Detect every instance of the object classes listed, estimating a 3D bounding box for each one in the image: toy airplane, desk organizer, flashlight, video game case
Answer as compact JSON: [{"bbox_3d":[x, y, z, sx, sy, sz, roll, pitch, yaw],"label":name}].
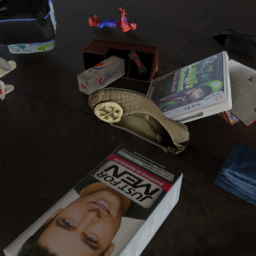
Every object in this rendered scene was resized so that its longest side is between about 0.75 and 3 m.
[{"bbox_3d":[-4.277,-1.540,8.267,1.738,1.232,1.745,-8,39,-11],"label":"toy airplane"},{"bbox_3d":[-0.251,-2.304,9.526,2.454,0.880,0.945,12,42,15],"label":"desk organizer"},{"bbox_3d":[0.297,-2.067,8.914,0.274,0.273,0.807,0,58,-51],"label":"flashlight"},{"bbox_3d":[1.470,-0.967,7.369,2.343,0.301,2.577,-17,31,29],"label":"video game case"}]

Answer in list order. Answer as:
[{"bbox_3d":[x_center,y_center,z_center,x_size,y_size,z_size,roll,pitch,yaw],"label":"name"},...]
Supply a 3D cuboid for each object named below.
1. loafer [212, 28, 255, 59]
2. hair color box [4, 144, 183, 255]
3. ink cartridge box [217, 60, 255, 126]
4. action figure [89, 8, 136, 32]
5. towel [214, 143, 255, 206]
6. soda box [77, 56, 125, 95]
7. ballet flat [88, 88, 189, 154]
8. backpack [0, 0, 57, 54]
[{"bbox_3d":[4.145,-3.201,10.726,0.870,0.842,2.479,-15,36,-11],"label":"loafer"},{"bbox_3d":[-0.375,1.561,4.683,1.381,0.846,2.789,25,45,27],"label":"hair color box"},{"bbox_3d":[2.872,-0.822,7.149,1.348,0.623,2.475,-35,33,4],"label":"ink cartridge box"},{"bbox_3d":[-0.677,-5.100,12.874,2.320,1.148,0.757,18,43,18],"label":"action figure"},{"bbox_3d":[3.055,1.112,5.458,2.403,0.583,1.342,24,44,27],"label":"towel"},{"bbox_3d":[-0.821,-1.701,8.933,0.525,0.565,1.656,28,50,31],"label":"soda box"},{"bbox_3d":[0.357,-0.034,5.624,0.930,2.759,0.640,-19,59,38],"label":"ballet flat"},{"bbox_3d":[-3.959,-4.133,10.970,2.266,1.819,2.476,-8,49,-6],"label":"backpack"}]
